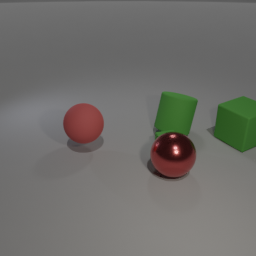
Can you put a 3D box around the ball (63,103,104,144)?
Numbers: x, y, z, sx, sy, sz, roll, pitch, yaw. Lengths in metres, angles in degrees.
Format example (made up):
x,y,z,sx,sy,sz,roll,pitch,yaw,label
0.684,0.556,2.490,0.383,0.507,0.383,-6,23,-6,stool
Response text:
x,y,z,sx,sy,sz,roll,pitch,yaw,label
-1.537,-0.159,9.727,1.400,1.400,1.400,0,28,0,ball

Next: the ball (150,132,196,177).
x,y,z,sx,sy,sz,roll,pitch,yaw,label
1.385,0.809,8.609,1.400,1.400,1.400,0,28,0,ball

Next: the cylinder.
x,y,z,sx,sy,sz,roll,pitch,yaw,label
1.845,-0.578,10.846,1.400,1.400,1.400,11,15,-3,cylinder

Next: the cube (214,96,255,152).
x,y,z,sx,sy,sz,roll,pitch,yaw,label
4.268,-0.189,10.413,1.400,1.400,1.400,-18,33,-26,cube

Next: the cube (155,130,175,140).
x,y,z,sx,sy,sz,roll,pitch,yaw,label
1.387,0.561,9.825,0.700,0.700,0.700,-8,29,-15,cube
